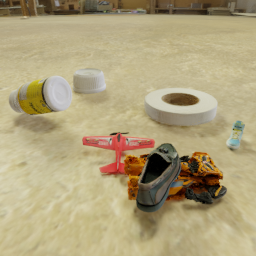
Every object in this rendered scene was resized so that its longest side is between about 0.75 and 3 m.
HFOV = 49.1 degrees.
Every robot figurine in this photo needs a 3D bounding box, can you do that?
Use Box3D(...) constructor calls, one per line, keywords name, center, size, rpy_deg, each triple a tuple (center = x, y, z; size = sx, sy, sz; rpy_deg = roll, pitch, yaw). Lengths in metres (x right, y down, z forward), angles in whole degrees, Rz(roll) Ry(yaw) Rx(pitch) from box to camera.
Box3D(name="robot figurine", center=(1.049, 1.024, 6.180), size=(2.209, 0.643, 1.602), rpy_deg=(-3, 29, -6))

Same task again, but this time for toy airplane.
Box3D(name="toy airplane", center=(-0.219, 0.611, 7.300), size=(1.989, 0.366, 1.989), rpy_deg=(2, 27, -1))

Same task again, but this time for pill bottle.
Box3D(name="pill bottle", center=(-2.975, -1.018, 9.321), size=(2.052, 1.142, 1.142), rpy_deg=(-5, 21, 32))

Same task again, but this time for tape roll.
Box3D(name="tape roll", center=(1.857, -0.829, 10.024), size=(2.569, 0.469, 2.569), rpy_deg=(0, 27, 0))

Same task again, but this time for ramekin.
Box3D(name="ramekin", center=(-1.698, -2.090, 12.180), size=(1.449, 0.761, 1.449), rpy_deg=(0, 27, 0))

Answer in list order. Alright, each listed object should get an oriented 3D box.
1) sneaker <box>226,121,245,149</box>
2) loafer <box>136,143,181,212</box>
Box3D(name="sneaker", center=(3.052, 0.148, 7.928), size=(0.381, 0.625, 0.958), rpy_deg=(13, 30, 22))
Box3D(name="loafer", center=(0.632, 0.781, 5.532), size=(0.691, 0.605, 1.922), rpy_deg=(0, 30, 21))
